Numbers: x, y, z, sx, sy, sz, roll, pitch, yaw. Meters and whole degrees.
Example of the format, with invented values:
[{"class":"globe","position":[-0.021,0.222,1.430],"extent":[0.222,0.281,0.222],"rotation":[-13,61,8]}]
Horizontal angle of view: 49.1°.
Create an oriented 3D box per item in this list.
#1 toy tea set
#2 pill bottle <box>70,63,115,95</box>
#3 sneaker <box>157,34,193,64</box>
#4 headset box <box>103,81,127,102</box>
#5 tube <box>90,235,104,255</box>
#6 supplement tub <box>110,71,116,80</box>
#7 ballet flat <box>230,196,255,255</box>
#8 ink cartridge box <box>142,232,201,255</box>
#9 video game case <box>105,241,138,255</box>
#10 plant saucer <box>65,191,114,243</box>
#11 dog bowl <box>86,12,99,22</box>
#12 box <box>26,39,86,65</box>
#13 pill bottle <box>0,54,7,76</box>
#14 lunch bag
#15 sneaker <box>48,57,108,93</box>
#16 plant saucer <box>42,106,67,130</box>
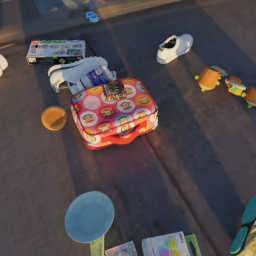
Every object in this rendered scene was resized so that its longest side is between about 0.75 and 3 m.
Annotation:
[{"class":"toy tea set","position":[4.144,-1.640,11.735],"extent":[1.628,1.013,2.738],"rotation":[-9,41,-46]},{"class":"pill bottle","position":[-1.421,-1.759,11.290],"extent":[1.693,0.980,0.980],"rotation":[-33,54,6]},{"class":"sneaker","position":[2.342,-4.001,13.462],"extent":[0.907,0.879,2.483],"rotation":[33,58,24]},{"class":"headset box","position":[-0.514,-1.332,10.179],"extent":[0.809,0.312,0.602],"rotation":[-11,59,-12]},{"class":"tube","position":[-0.848,3.529,7.743],"extent":[0.346,0.310,1.194],"rotation":[26,35,-31]},{"class":"supplement tub","position":[-0.959,-2.100,12.078],"extent":[0.881,0.640,0.640],"rotation":[-6,51,-6]},{"class":"ballet flat","position":[3.583,2.936,8.028],"extent":[0.751,0.751,2.126],"rotation":[27,55,20]},{"class":"ink cartridge box","position":[1.239,3.399,7.712],"extent":[1.602,0.475,0.832],"rotation":[-8,51,-6]},{"class":"video game case","position":[-0.059,3.790,7.635],"extent":[0.831,0.105,1.161],"rotation":[-15,53,-12]},{"class":"plant saucer","position":[-1.078,2.586,8.112],"extent":[1.503,0.289,1.503],"rotation":[-10,50,12]},{"class":"dog bowl","position":[-2.014,-6.247,15.720],"extent":[0.502,0.223,0.900],"rotation":[-29,57,-22]},{"class":"box","position":[-3.395,-3.691,13.484],"extent":[2.607,0.453,1.435],"rotation":[-1,51,-1]},{"class":"pill bottle","position":[-6.164,-2.425,12.075],"extent":[1.048,1.048,1.887],"rotation":[22,54,17]},{"class":"lunch bag","position":[-0.439,-0.497,10.389],"extent":[2.978,1.220,2.623],"rotation":[-19,53,-15]},{"class":"sneaker","position":[-2.064,-2.279,12.153],"extent":[2.611,0.997,1.051],"rotation":[-19,63,-9]},{"class":"plant saucer","position":[-2.813,-0.400,10.694],"extent":[0.952,0.178,0.952],"rotation":[1,82,-9]}]
